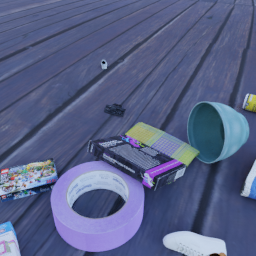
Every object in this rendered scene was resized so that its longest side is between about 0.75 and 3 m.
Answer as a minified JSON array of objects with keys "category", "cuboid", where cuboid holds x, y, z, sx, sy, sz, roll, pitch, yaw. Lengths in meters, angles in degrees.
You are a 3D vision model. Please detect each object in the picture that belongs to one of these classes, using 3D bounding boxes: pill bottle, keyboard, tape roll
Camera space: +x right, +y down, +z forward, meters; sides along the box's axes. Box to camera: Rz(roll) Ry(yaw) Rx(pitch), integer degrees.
[{"category":"pill bottle","cuboid":[5.480,-0.969,11.672,1.207,0.676,0.676,18,40,23]},{"category":"keyboard","cuboid":[-0.563,-0.798,11.572,0.978,0.194,0.509,15,83,28]},{"category":"tape roll","cuboid":[-0.787,1.977,7.509,2.419,0.794,2.419,0,36,0]}]

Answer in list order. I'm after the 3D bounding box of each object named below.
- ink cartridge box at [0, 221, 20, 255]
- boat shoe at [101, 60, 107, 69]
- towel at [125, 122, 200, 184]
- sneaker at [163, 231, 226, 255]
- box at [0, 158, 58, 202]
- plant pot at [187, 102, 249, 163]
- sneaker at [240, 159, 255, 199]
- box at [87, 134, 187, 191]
[{"category":"ink cartridge box","cuboid":[-2.994,2.954,6.353,0.971,0.569,1.343,-17,40,-22]},{"category":"boat shoe","cuboid":[-1.329,-3.609,15.586,0.338,0.345,0.969,-4,36,-5]},{"category":"towel","cuboid":[0.863,0.739,9.603,2.690,0.306,1.932,25,44,30]},{"category":"sneaker","cuboid":[1.559,2.844,6.526,1.483,0.540,0.628,6,34,5]},{"category":"box","cuboid":[-3.014,1.540,8.525,1.637,0.309,1.118,-12,38,-16]},{"category":"plant pot","cuboid":[3.062,0.097,9.243,1.336,1.994,1.994,-4,35,-21]},{"category":"sneaker","cuboid":[4.308,1.323,8.434,1.118,0.985,2.507,28,52,23]},{"category":"box","cuboid":[0.265,0.898,8.291,2.456,0.443,1.756,27,20,31]}]
